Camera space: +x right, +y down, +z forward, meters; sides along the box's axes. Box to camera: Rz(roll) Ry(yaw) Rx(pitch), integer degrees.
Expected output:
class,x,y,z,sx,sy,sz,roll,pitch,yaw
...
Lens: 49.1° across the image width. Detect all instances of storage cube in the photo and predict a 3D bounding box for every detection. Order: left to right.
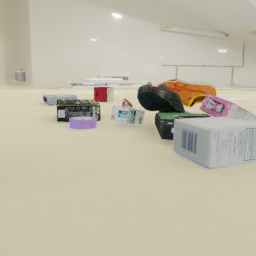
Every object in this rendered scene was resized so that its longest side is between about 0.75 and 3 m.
class,x,y,z,sx,sy,sz,roll,pitch,yaw
storage cube,-1.541,-2.155,17.910,0.978,0.930,1.088,6,12,22

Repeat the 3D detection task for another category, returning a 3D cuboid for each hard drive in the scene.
class,x,y,z,sx,sy,sz,roll,pitch,yaw
hard drive,1.646,-0.068,7.801,1.678,0.454,2.402,2,11,0

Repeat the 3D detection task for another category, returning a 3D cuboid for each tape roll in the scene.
class,x,y,z,sx,sy,sz,roll,pitch,yaw
tape roll,-1.445,-0.175,9.004,0.866,0.284,0.866,-1,11,0

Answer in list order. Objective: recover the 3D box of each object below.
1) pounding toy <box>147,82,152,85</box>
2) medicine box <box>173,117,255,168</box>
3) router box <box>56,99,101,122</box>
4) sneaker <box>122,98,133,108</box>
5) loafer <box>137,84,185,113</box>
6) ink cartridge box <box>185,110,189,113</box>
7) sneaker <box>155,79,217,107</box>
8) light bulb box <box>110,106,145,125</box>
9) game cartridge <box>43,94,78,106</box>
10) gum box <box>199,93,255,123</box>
class,x,y,z,sx,sy,sz,roll,pitch,yaw
pounding toy,1.688,-1.547,14.565,2.004,1.146,1.149,27,23,26
medicine box,1.837,0.219,5.654,1.401,0.721,1.276,-3,11,-20
router box,-1.969,-0.718,10.893,1.561,0.647,2.083,-3,12,-13
sneaker,-0.059,-1.157,14.534,0.273,0.432,0.768,-5,41,-38
loafer,1.050,-1.000,9.097,0.883,0.876,2.425,-14,-20,31
ink cartridge box,1.809,-0.802,10.872,1.309,0.275,0.781,19,13,-45
sneaker,2.187,-1.349,11.179,2.539,0.979,0.927,6,-21,23
light bulb box,-0.018,-0.409,9.284,0.802,0.505,0.809,10,2,43
game cartridge,-4.008,-1.707,16.718,1.851,0.562,2.777,0,10,-23
gum box,2.639,-0.369,7.252,1.503,0.497,0.853,18,12,-36
